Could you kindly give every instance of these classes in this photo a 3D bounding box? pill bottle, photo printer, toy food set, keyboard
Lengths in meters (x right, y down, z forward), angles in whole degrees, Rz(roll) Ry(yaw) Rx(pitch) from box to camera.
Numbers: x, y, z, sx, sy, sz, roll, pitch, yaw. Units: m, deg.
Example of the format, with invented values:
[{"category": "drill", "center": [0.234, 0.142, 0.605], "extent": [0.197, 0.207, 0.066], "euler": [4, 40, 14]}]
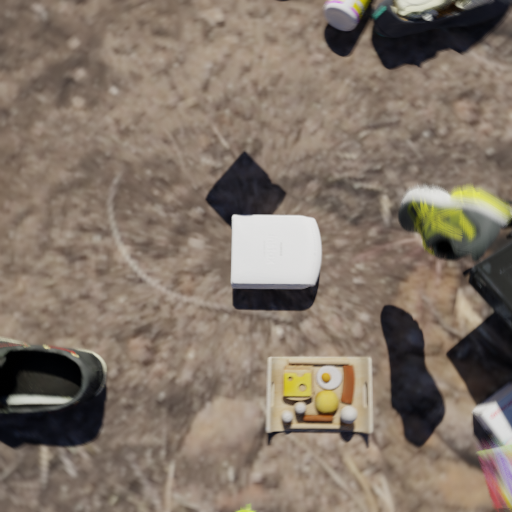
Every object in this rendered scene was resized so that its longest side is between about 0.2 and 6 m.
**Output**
[{"category": "pill bottle", "center": [1.630, -4.386, 9.347], "extent": [0.588, 0.588, 1.128], "euler": [29, 82, 4]}, {"category": "photo printer", "center": [0.313, -0.058, 8.716], "extent": [1.396, 0.485, 1.161], "euler": [1, 81, 1]}, {"category": "toy food set", "center": [0.940, 2.083, 8.389], "extent": [1.558, 0.471, 1.118], "euler": [1, 81, 0]}, {"category": "keyboard", "center": [5.140, -0.267, 8.318], "extent": [4.631, 0.918, 2.410], "euler": [-27, 67, -16]}]

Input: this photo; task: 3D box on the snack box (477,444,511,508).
[{"category": "snack box", "center": [3.443, 1.866, 5.275], "extent": [2.186, 1.554, 0.579], "euler": [5, 62, -33]}]

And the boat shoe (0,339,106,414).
[{"category": "boat shoe", "center": [-3.765, 1.758, 8.244], "extent": [2.932, 0.919, 1.073], "euler": [0, 82, 1]}]

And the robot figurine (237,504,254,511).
[{"category": "robot figurine", "center": [-0.123, 2.662, 5.023], "extent": [0.449, 0.680, 0.775], "euler": [16, 80, -15]}]

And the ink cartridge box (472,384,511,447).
[{"category": "ink cartridge box", "center": [3.895, 2.543, 8.330], "extent": [0.773, 0.449, 1.048], "euler": [-35, 81, -5]}]

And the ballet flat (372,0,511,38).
[{"category": "ballet flat", "center": [3.178, -4.223, 9.181], "extent": [2.543, 0.929, 0.929], "euler": [-15, 81, -3]}]

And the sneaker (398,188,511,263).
[{"category": "sneaker", "center": [2.207, -0.353, 6.822], "extent": [0.696, 1.869, 0.791], "euler": [31, 84, -14]}]
